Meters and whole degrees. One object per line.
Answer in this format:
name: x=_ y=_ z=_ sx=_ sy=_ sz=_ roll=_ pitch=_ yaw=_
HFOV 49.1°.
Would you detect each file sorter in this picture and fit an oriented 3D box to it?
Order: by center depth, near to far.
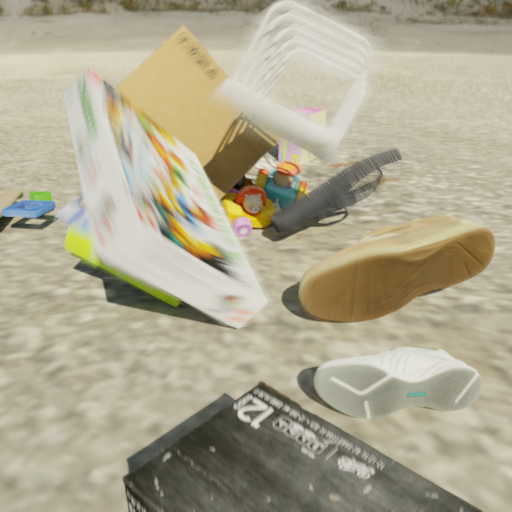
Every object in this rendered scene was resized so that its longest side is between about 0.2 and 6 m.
file sorter: x=0.677 y=-2.290 z=7.663 sx=1.491 sy=1.338 sz=2.149 roll=29 pitch=7 yaw=6

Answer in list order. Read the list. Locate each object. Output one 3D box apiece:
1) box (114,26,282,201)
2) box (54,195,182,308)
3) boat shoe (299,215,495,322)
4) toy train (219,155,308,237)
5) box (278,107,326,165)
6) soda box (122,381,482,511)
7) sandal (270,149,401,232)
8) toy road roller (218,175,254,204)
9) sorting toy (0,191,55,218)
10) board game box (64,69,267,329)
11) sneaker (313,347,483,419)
box: x=-1.057 y=-2.163 z=9.164 sx=1.977 sy=2.419 sz=0.257 roll=-45 pitch=12 yaw=-6
box: x=-1.641 y=-0.172 z=7.625 sx=1.914 sy=0.456 sz=1.167 roll=28 pitch=32 yaw=1
boat shoe: x=1.688 y=0.101 z=7.132 sx=2.653 sy=0.945 sz=0.856 roll=-13 pitch=30 yaw=-16
toy train: x=-0.292 y=-1.410 z=10.029 sx=2.843 sy=0.791 sz=2.136 roll=-22 pitch=55 yaw=-38
box: x=1.144 y=-2.981 z=13.863 sx=0.634 sy=1.153 sz=1.311 roll=15 pitch=29 yaw=29
soda box: x=0.923 y=2.093 z=2.753 sx=3.640 sy=1.153 sz=1.288 roll=21 pitch=33 yaw=39
sandal: x=1.334 y=-1.000 z=9.141 sx=2.413 sy=0.517 sz=0.917 roll=-32 pitch=8 yaw=-8
toy road roller: x=-0.570 y=-1.196 z=10.683 sx=0.726 sy=0.863 sz=1.182 roll=19 pitch=-7 yaw=24
sorting toy: x=-5.261 y=-0.696 z=9.733 sx=3.580 sy=0.488 sz=2.016 roll=-2 pitch=21 yaw=-4
board game box: x=-1.246 y=-0.803 z=7.085 sx=2.150 sy=0.589 sz=3.406 roll=35 pitch=20 yaw=-43
sneaker: x=1.329 y=1.208 z=5.537 sx=1.638 sy=0.576 sz=0.656 roll=3 pitch=17 yaw=-10
